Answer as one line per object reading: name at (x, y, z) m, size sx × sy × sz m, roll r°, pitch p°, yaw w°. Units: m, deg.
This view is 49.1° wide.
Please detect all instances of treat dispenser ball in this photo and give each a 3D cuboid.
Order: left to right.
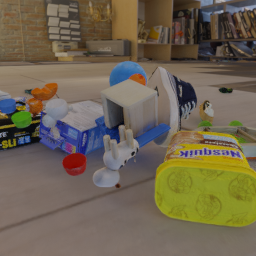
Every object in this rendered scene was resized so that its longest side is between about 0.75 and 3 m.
treat dispenser ball at (0.001, -2.272, 13.445) m, size 1.806 × 1.806 × 1.806 m, roll 0°, pitch 17°, yaw 0°

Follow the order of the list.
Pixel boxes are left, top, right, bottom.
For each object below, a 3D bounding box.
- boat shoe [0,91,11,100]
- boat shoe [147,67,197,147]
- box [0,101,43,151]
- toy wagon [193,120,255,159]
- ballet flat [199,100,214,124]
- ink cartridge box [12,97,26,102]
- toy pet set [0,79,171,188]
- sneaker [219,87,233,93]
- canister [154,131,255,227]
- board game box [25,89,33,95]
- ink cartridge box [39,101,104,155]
boat shoe at (-6.640, -1.731, 13.576) m, size 1.947 × 0.650 × 0.716 m, roll 3°, pitch 17°, yaw 10°
boat shoe at (1.332, -0.529, 7.525) m, size 1.322 × 1.064 × 2.850 m, roll 19°, pitch 44°, yaw -19°
box at (-3.702, -0.122, 8.112) m, size 2.324 × 0.718 × 2.910 m, roll -12°, pitch 20°, yaw -39°
toy wagon at (2.956, 0.294, 7.060) m, size 2.549 × 0.504 × 1.977 m, roll 0°, pitch 17°, yaw -4°
ballet flat at (2.694, -0.582, 9.582) m, size 0.485 × 0.445 × 1.412 m, roll 25°, pitch 28°, yaw -8°
ink cartridge box at (-5.148, -1.296, 12.978) m, size 0.488 × 0.172 × 0.818 m, roll 8°, pitch 22°, yaw 25°
toy pet set at (-0.726, 0.123, 6.007) m, size 2.755 × 1.567 × 2.950 m, roll -29°, pitch 42°, yaw -30°
sneaker at (5.318, -2.052, 15.381) m, size 0.824 × 0.322 × 0.351 m, roll 4°, pitch 7°, yaw -19°
canister at (1.357, 0.719, 4.977) m, size 1.537 × 0.896 × 2.070 m, roll 4°, pitch 16°, yaw 12°
board game box at (-5.000, -1.981, 15.265) m, size 0.829 × 0.173 × 1.225 m, roll -14°, pitch 21°, yaw -39°
ink cartridge box at (-1.260, -0.014, 7.186) m, size 1.404 × 0.785 × 2.057 m, roll 24°, pitch 25°, yaw 29°
